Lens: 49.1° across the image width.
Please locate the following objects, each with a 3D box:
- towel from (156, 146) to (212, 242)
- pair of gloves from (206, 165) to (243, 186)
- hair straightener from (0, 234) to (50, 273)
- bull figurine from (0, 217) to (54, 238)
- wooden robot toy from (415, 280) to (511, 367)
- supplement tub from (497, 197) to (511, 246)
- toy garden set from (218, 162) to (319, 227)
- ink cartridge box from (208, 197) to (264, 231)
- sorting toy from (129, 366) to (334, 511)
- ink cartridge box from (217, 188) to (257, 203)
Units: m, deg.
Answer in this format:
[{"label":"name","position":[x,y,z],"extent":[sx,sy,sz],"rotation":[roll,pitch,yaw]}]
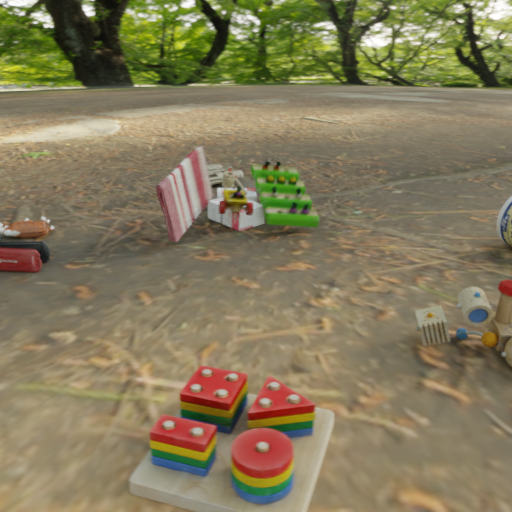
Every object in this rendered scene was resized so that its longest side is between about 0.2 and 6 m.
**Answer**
[{"label":"towel","position":[-1.470,-1.326,11.715],"extent":[0.211,1.333,1.851],"rotation":[7,38,21]},{"label":"pair of gloves","position":[-1.322,-2.393,16.774],"extent":[1.582,0.326,1.860],"rotation":[-11,22,-16]},{"label":"hair straightener","position":[-5.266,-0.040,10.802],"extent":[2.654,0.543,1.021],"rotation":[-3,21,4]},{"label":"bull figurine","position":[-5.027,-0.605,12.195],"extent":[1.179,0.384,0.716],"rotation":[3,22,7]},{"label":"wooden robot toy","position":[3.417,1.023,7.457],"extent":[2.403,1.059,1.091],"rotation":[2,33,6]},{"label":"supplement tub","position":[5.687,-0.516,10.897],"extent":[1.175,1.175,1.628],"rotation":[-9,24,-21]},{"label":"toy garden set","position":[0.153,-1.620,13.014],"extent":[2.188,0.524,2.625],"rotation":[3,34,-12]},{"label":"ink cartridge box","position":[-0.476,-1.025,13.096],"extent":[0.825,0.480,1.132],"rotation":[-20,30,-40]},{"label":"sorting toy","position":[-0.168,1.831,5.807],"extent":[1.690,0.592,1.700],"rotation":[7,22,17]},{"label":"ink cartridge box","position":[-0.496,-1.432,14.172],"extent":[0.973,0.403,0.714],"rotation":[-1,24,-4]}]
